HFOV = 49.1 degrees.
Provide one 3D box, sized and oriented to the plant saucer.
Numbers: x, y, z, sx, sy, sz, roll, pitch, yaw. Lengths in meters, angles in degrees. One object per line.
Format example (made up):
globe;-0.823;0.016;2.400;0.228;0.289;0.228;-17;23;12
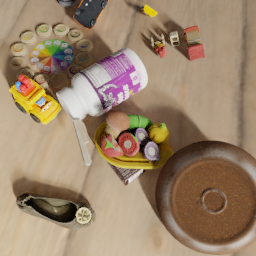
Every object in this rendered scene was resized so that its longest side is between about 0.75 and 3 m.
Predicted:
plant saucer;2.008;1.686;6.651;2.793;0.511;2.793;-1;87;11

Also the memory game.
memory game;-2.632;-2.517;9.555;2.892;0.184;2.892;0;64;0

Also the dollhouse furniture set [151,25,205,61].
dollhouse furniture set;1.679;-2.736;9.506;1.674;0.681;0.901;-11;64;14

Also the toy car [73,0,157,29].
toy car;-0.477;-4.049;10.183;2.788;0.928;1.368;14;108;-10

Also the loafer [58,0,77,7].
loafer;-2.361;-6.038;10.882;1.031;0.903;2.868;-5;64;-2

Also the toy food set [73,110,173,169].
toy food set;0.048;0.180;7.272;2.691;0.879;1.583;4;49;-22

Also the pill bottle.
pill bottle;-0.765;-1.201;8.230;2.482;1.394;1.394;-34;68;-15

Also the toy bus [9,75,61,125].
toy bus;-2.746;-0.924;8.165;1.350;1.296;0.916;35;67;14

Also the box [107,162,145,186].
box;-0.219;0.785;7.747;0.719;0.538;1.437;-35;67;-16

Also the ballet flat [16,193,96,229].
ballet flat;-1.859;2.064;7.129;2.108;0.489;0.710;14;65;7
